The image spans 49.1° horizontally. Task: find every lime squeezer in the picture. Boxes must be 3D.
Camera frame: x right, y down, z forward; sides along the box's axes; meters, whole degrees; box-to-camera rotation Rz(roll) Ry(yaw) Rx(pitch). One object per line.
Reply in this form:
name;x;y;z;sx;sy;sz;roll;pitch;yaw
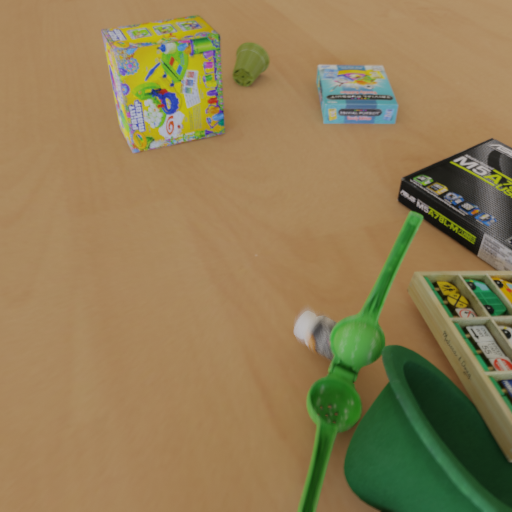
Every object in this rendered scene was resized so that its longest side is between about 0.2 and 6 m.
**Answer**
lime squeezer;1.004;1.207;6.232;0.666;1.248;3.533;19;74;20

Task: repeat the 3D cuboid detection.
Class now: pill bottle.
pill bottle;0.902;1.037;7.115;0.791;0.461;0.461;27;48;30

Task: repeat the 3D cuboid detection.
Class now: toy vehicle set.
toy vehicle set;3.223;1.204;7.017;1.677;0.358;2.700;-1;40;-16

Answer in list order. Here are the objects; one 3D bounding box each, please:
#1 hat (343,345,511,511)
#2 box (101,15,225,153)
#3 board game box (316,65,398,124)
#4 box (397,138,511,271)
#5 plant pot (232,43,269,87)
hat;1.222;2.434;5.839;2.627;2.313;2.176;31;23;-36
box;-1.804;-3.441;11.222;2.014;2.091;1.276;-16;44;-17
board game box;2.243;-3.715;12.767;1.563;0.486;2.070;0;41;0
box;4.167;-0.924;9.489;2.458;0.605;2.545;-25;47;-22
plant pot;-0.208;-4.555;13.583;0.869;0.869;0.825;12;56;13
